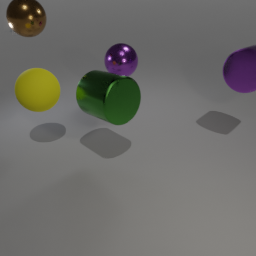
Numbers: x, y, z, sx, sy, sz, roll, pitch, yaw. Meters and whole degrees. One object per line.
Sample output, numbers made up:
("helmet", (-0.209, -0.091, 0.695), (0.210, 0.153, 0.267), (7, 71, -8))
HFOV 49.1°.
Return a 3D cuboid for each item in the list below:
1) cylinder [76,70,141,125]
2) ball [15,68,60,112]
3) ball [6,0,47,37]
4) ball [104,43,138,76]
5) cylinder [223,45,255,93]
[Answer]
("cylinder", (-0.580, -0.921, 8.268), (1.400, 1.400, 1.400), (-24, 32, -36))
("ball", (-2.890, -1.213, 8.996), (1.400, 1.400, 1.400), (0, 29, 0))
("ball", (-3.718, -4.066, 10.292), (1.400, 1.400, 1.400), (0, 29, 0))
("ball", (-0.279, -2.771, 11.548), (1.400, 1.400, 1.400), (0, 29, 0))
("cylinder", (4.065, -1.980, 9.255), (1.400, 1.400, 1.400), (22, 31, 34))
